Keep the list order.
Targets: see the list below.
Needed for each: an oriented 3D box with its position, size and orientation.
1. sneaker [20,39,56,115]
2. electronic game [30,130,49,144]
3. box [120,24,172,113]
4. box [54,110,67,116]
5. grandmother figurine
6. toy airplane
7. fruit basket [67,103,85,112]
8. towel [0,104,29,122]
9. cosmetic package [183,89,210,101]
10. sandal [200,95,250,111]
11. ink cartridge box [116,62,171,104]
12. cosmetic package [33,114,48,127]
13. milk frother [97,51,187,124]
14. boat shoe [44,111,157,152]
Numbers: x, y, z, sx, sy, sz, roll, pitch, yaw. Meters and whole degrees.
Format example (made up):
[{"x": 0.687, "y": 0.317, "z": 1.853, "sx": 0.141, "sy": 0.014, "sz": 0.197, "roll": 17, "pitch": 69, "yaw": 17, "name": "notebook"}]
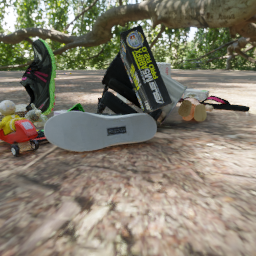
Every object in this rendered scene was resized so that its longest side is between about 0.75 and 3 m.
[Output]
[{"x": -3.375, "y": -1.928, "z": 10.440, "sx": 1.212, "sy": 2.893, "sz": 1.110, "roll": -1, "pitch": -2, "yaw": -31, "name": "sneaker"}, {"x": -2.659, "y": 0.230, "z": 8.057, "sx": 1.151, "sy": 0.240, "sz": 1.151, "roll": 0, "pitch": 14, "yaw": 0, "name": "electronic game"}, {"x": 0.365, "y": -1.316, "z": 7.078, "sx": 0.510, "sy": 1.847, "sz": 2.305, "roll": -22, "pitch": 3, "yaw": 0, "name": "box"}, {"x": -1.484, "y": -0.200, "z": 9.223, "sx": 2.467, "sy": 0.477, "sz": 0.511, "roll": 11, "pitch": 18, "yaw": 35, "name": "box"}, {"x": 2.566, "y": -0.934, "z": 11.534, "sx": 1.776, "sy": 0.887, "sz": 2.929, "roll": 26, "pitch": 16, "yaw": 8, "name": "grandmother figurine"}, {"x": -3.124, "y": -0.101, "z": 7.290, "sx": 1.794, "sy": 1.272, "sz": 1.802, "roll": -2, "pitch": 15, "yaw": -5, "name": "toy airplane"}, {"x": -1.478, "y": -0.145, "z": 8.128, "sx": 1.181, "sy": 0.852, "sz": 1.181, "roll": -23, "pitch": 22, "yaw": 10, "name": "fruit basket"}, {"x": -4.650, "y": -0.558, "z": 10.860, "sx": 1.473, "sy": 0.383, "sz": 2.223, "roll": 11, "pitch": 18, "yaw": 40, "name": "towel"}, {"x": 3.740, "y": -1.811, "z": 15.325, "sx": 1.249, "sy": 0.530, "sz": 0.672, "roll": 10, "pitch": 20, "yaw": 30, "name": "cosmetic package"}, {"x": 4.224, "y": -1.182, "z": 12.806, "sx": 2.546, "sy": 0.574, "sz": 0.956, "roll": 8, "pitch": 16, "yaw": 27, "name": "sandal"}, {"x": 0.838, "y": -2.402, "z": 14.667, "sx": 2.729, "sy": 1.980, "sz": 1.142, "roll": -8, "pitch": 17, "yaw": -28, "name": "ink cartridge box"}, {"x": -3.094, "y": -0.259, "z": 9.854, "sx": 0.412, "sy": 0.278, "sz": 0.783, "roll": -8, "pitch": 16, "yaw": -27, "name": "cosmetic package"}, {"x": 0.242, "y": -1.031, "z": 10.158, "sx": 2.555, "sy": 2.452, "sz": 2.716, "roll": 35, "pitch": -15, "yaw": 1, "name": "milk frother"}, {"x": -0.704, "y": 0.072, "z": 7.481, "sx": 2.959, "sy": 1.015, "sz": 0.838, "roll": -1, "pitch": 0, "yaw": -18, "name": "boat shoe"}]
